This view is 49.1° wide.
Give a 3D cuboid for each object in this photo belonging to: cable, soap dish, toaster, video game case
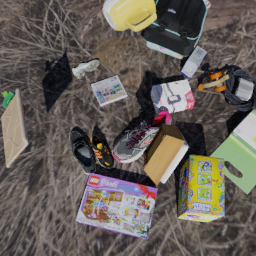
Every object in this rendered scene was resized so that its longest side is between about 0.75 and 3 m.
[{"bbox_3d":[4.971,-1.713,12.376,1.738,0.541,2.130,-17,74,-12],"label":"cable"},{"bbox_3d":[0.941,0.600,7.487,0.671,1.653,1.301,30,103,-3],"label":"soap dish"},{"bbox_3d":[5.061,-1.657,12.362,0.700,0.616,1.084,19,66,6],"label":"toaster"},{"bbox_3d":[-0.851,-1.694,12.631,1.304,0.154,1.187,-21,67,-10],"label":"video game case"}]

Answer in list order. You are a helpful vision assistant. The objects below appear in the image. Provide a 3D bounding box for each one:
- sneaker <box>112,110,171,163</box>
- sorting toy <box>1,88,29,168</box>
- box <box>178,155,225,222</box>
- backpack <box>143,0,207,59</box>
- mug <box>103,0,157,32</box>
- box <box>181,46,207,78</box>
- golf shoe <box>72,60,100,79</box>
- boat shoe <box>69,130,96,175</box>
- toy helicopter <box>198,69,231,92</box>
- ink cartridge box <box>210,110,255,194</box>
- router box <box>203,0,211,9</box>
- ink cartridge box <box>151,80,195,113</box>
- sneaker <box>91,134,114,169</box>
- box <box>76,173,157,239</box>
[{"bbox_3d":[0.526,0.251,11.233,2.870,1.072,1.157,-39,71,-15],"label":"sneaker"},{"bbox_3d":[-3.275,-0.304,8.100,0.361,1.812,2.451,3,60,-37],"label":"sorting toy"},{"bbox_3d":[2.532,2.185,9.847,1.196,1.960,1.888,7,66,3],"label":"box"},{"bbox_3d":[2.196,-4.850,12.912,2.547,2.221,2.898,20,69,4],"label":"backpack"},{"bbox_3d":[-0.001,-4.585,10.661,1.667,1.627,2.031,-35,26,-2],"label":"mug"},{"bbox_3d":[2.970,-2.957,12.684,0.553,1.054,0.970,34,69,5],"label":"box"},{"bbox_3d":[-1.975,-2.877,12.998,1.335,0.523,0.649,-34,64,-15],"label":"golf shoe"},{"bbox_3d":[-1.857,0.859,11.169,0.755,0.670,2.021,-18,67,-8],"label":"boat shoe"},{"bbox_3d":[3.958,-2.203,12.488,1.954,1.292,0.771,-34,106,-36],"label":"toy helicopter"},{"bbox_3d":[4.924,0.881,11.192,2.849,0.683,2.073,-41,72,-18],"label":"ink cartridge box"},{"bbox_3d":[3.737,-6.482,14.778,0.952,0.233,0.855,-39,71,-16],"label":"router box"},{"bbox_3d":[1.916,-1.329,12.169,1.610,0.679,1.166,-11,66,-5],"label":"ink cartridge box"},{"bbox_3d":[-1.070,0.920,11.134,0.532,0.685,1.522,-29,69,-13],"label":"sneaker"},{"bbox_3d":[-0.374,2.852,10.336,2.643,0.517,1.808,13,66,6],"label":"box"}]
